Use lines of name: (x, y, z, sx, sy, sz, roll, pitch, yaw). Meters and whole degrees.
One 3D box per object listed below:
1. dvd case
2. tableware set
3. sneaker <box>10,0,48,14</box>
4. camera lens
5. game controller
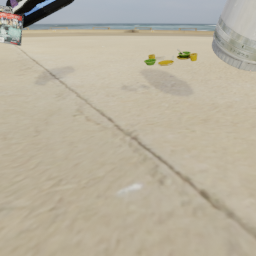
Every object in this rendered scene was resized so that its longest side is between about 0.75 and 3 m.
dvd case: (-3.224, -2.786, 7.639, 0.708, 0.970, 0.107, 10, 15, 4)
tableware set: (1.298, -2.117, 8.378, 1.542, 0.237, 1.039, 2, 30, 18)
sneaker: (-2.352, -3.248, 6.594, 1.524, 0.667, 0.577, -6, 16, 38)
camera lens: (3.376, -2.892, 7.100, 1.885, 2.357, 1.885, 6, 48, -7)
game controller: (-2.564, -3.765, 8.208, 2.109, 1.100, 0.444, -25, -4, 5)
